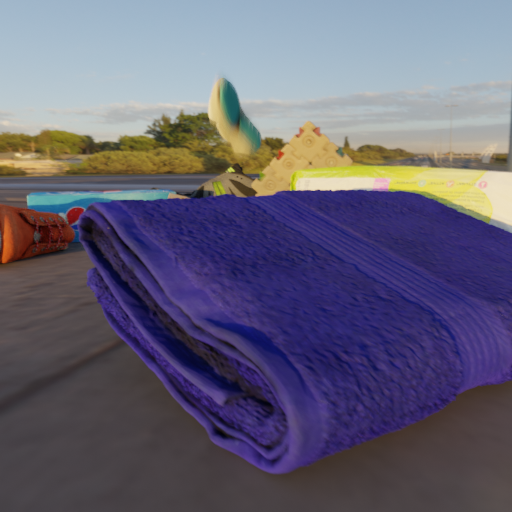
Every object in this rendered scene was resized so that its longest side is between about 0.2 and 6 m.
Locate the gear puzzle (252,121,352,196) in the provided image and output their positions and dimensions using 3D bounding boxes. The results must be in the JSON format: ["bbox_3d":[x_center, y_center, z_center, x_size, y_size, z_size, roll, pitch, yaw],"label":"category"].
[{"bbox_3d":[0.685,-1.359,10.917,1.274,2.459,0.322,41,27,-5],"label":"gear puzzle"}]

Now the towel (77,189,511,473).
[{"bbox_3d":[0.905,0.324,5.084,4.232,1.048,3.125,-7,29,-35],"label":"towel"}]

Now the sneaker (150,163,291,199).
[{"bbox_3d":[-0.834,-1.484,13.718,3.741,1.550,1.326,-2,9,-13],"label":"sneaker"}]

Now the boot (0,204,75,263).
[{"bbox_3d":[-3.929,-0.426,9.726,1.463,1.024,2.728,3,8,-16],"label":"boot"}]

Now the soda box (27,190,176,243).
[{"bbox_3d":[-3.197,-0.862,11.840,2.953,1.002,0.947,-4,11,-17],"label":"soda box"}]

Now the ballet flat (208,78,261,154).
[{"bbox_3d":[-0.554,-2.657,10.899,0.722,0.722,2.079,5,-23,24],"label":"ballet flat"}]

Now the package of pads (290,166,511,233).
[{"bbox_3d":[2.929,-0.635,8.959,4.170,1.422,3.222,8,8,41],"label":"package of pads"}]

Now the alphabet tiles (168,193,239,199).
[{"bbox_3d":[0.119,-0.189,7.005,2.648,0.100,2.213,13,29,-7],"label":"alphabet tiles"}]
